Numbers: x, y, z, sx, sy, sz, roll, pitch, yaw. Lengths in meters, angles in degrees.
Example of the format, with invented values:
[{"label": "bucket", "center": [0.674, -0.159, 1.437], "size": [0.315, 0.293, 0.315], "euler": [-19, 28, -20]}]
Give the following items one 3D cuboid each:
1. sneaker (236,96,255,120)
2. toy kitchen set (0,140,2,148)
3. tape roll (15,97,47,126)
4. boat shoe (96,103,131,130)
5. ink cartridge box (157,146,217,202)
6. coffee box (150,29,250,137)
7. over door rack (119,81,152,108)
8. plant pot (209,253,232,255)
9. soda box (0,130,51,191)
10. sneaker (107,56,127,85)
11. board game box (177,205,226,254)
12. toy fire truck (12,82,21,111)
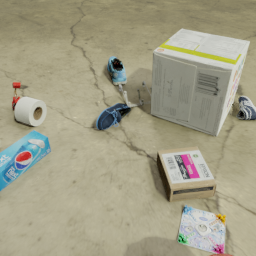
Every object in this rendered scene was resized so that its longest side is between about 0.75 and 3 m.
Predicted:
[{"label": "sneaker", "center": [4.983, -0.878, 12.158], "size": [0.814, 0.526, 1.500], "euler": [-6, 42, -10]}, {"label": "toy kitchen set", "center": [-4.960, 0.882, 9.125], "size": [2.085, 1.533, 2.603], "euler": [-28, 47, -31]}, {"label": "tape roll", "center": [-3.963, -0.677, 11.443], "size": [0.750, 1.092, 1.092], "euler": [16, 41, 19]}, {"label": "boat shoe", "center": [-0.547, -0.548, 11.506], "size": [0.661, 0.810, 1.925], "euler": [14, 42, 29]}, {"label": "ink cartridge box", "center": [1.830, 1.450, 9.111], "size": [1.458, 0.665, 1.770], "euler": [-7, 38, -7]}, {"label": "coffee box", "center": [2.902, -2.010, 11.597], "size": [2.966, 2.961, 2.933], "euler": [19, 42, 23]}, {"label": "over door rack", "center": [0.408, -1.689, 13.088], "size": [1.376, 0.620, 1.863], "euler": [-10, 39, -12]}, {"label": "plant pot", "center": [1.908, 3.858, 4.767], "size": [2.664, 2.664, 2.590], "euler": [-13, 32, -15]}, {"label": "soda box", "center": [-3.752, 1.046, 9.567], "size": [0.772, 0.731, 2.277], "euler": [22, 44, 26]}, {"label": "sneaker", "center": [-0.529, -3.233, 14.656], "size": [0.950, 1.090, 2.423], "euler": [-9, 39, -11]}, {"label": "board game box", "center": [2.091, 2.795, 7.825], "size": [1.224, 0.158, 1.225], "euler": [12, 40, 13]}, {"label": "toy fire truck", "center": [-4.800, -1.341, 12.015], "size": [0.300, 1.230, 0.867], "euler": [-5, 73, -30]}]
